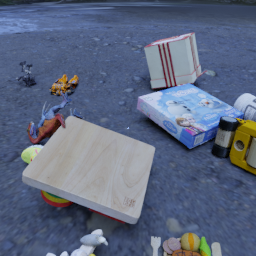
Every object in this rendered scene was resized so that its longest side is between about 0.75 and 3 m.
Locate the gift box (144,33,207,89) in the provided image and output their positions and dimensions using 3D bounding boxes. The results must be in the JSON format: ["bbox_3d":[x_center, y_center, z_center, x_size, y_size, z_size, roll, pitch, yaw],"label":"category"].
[{"bbox_3d":[2.484,-3.244,14.119,2.653,2.477,2.448,0,25,31],"label":"gift box"}]

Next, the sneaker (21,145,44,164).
[{"bbox_3d":[-2.585,1.133,8.572,1.946,0.761,0.879,14,36,22],"label":"sneaker"}]

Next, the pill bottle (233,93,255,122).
[{"bbox_3d":[5.201,-0.481,10.817,1.208,1.208,2.123,-13,34,-21],"label":"pill bottle"}]

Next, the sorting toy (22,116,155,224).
[{"bbox_3d":[-0.911,1.184,7.676,2.830,0.991,2.847,20,33,2],"label":"sorting toy"}]

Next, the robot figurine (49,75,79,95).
[{"bbox_3d":[-3.272,-2.194,14.343,1.311,0.526,1.808,5,31,11],"label":"robot figurine"}]

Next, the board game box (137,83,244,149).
[{"bbox_3d":[2.421,-0.664,11.073,2.975,0.645,2.961,-19,42,-33],"label":"board game box"}]

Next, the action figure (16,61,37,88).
[{"bbox_3d":[-5.422,-2.745,15.026,0.932,0.800,1.568,9,61,-43],"label":"action figure"}]

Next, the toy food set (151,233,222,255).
[{"bbox_3d":[1.306,2.793,6.190,1.604,0.322,1.107,3,31,5],"label":"toy food set"}]

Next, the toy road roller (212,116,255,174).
[{"bbox_3d":[4.003,0.406,9.247,1.587,1.336,2.174,-11,28,-36],"label":"toy road roller"}]

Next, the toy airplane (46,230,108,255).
[{"bbox_3d":[-1.004,2.755,5.541,1.498,1.062,1.505,-12,33,-17],"label":"toy airplane"}]

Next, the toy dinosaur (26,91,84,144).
[{"bbox_3d":[-2.773,-0.149,9.488,2.403,1.391,2.648,-37,2,17],"label":"toy dinosaur"}]
